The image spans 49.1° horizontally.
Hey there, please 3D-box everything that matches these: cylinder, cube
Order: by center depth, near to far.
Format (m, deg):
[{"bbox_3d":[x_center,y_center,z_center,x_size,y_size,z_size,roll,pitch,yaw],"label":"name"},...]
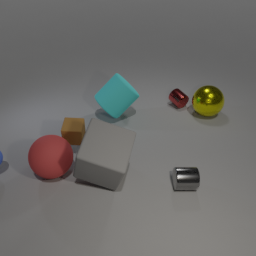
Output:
[{"bbox_3d":[-0.710,0.799,8.339,1.400,1.400,1.400,19,56,-3],"label":"cube"},{"bbox_3d":[1.772,1.549,8.599,0.700,0.700,0.700,0,31,-2],"label":"cylinder"},{"bbox_3d":[-1.900,0.121,9.806,0.700,0.700,0.700,3,44,0],"label":"cube"},{"bbox_3d":[-0.473,-1.377,12.038,1.400,1.400,1.400,-44,33,11],"label":"cylinder"},{"bbox_3d":[2.418,-1.419,13.372,0.700,0.700,0.700,-19,50,-29],"label":"cylinder"}]

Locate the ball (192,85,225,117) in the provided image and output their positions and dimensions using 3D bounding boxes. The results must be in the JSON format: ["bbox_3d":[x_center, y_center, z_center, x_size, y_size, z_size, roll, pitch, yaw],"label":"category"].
[{"bbox_3d":[3.562,-1.199,12.469,1.400,1.400,1.400,0,31,0],"label":"ball"}]

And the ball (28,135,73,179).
[{"bbox_3d":[-2.460,0.912,8.956,1.400,1.400,1.400,0,31,0],"label":"ball"}]

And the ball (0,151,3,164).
[{"bbox_3d":[-4.391,0.966,8.979,0.700,0.700,0.700,0,31,0],"label":"ball"}]
